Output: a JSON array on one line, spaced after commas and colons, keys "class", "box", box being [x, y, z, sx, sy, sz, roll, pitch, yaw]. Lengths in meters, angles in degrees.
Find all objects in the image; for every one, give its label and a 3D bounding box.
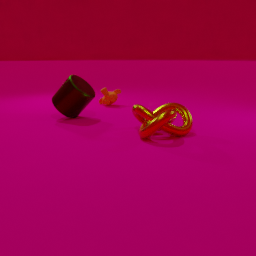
[{"class": "knot shape", "box": [0.834, -0.264, 8.201, 1.828, 0.845, 1.710, -13, 20, -41]}, {"class": "cylinder", "box": [-1.934, -1.115, 9.987, 1.133, 1.133, 1.133, 38, 22, -19]}, {"class": "monkey head", "box": [-0.884, -1.447, 12.531, 1.171, 0.842, 0.705, -29, 16, 10]}]
